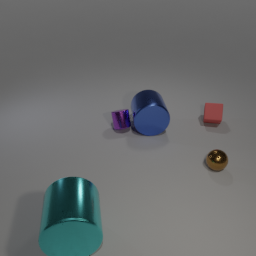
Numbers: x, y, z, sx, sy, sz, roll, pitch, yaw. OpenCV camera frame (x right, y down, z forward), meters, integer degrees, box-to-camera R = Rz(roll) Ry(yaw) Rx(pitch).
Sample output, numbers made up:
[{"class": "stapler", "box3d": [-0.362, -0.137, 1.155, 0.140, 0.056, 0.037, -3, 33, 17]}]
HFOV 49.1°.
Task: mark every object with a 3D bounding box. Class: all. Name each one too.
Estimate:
[{"class": "cylinder", "box3d": [-0.271, -0.357, 11.163, 0.700, 0.700, 0.700, -9, 10, 2]}, {"class": "ball", "box3d": [2.912, 1.045, 9.155, 0.700, 0.700, 0.700, 0, 32, 0]}, {"class": "cylinder", "box3d": [0.862, -0.627, 11.202, 1.400, 1.400, 1.400, -2, 32, -4]}, {"class": "cylinder", "box3d": [-1.348, 2.135, 6.707, 1.400, 1.400, 1.400, -5, 32, -8]}, {"class": "cube", "box3d": [3.504, -0.602, 11.550, 0.700, 0.700, 0.700, 5, -9, 13]}]
